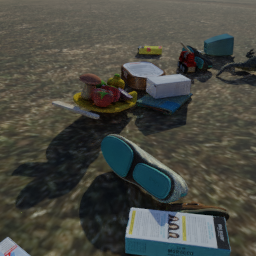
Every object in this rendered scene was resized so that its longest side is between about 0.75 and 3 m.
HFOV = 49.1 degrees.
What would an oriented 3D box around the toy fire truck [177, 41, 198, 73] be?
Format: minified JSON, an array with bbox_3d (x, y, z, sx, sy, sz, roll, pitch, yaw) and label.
[{"bbox_3d":[2.398,-2.984,11.533,0.778,1.209,1.065,-3,31,-7],"label":"toy fire truck"}]

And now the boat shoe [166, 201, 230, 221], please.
[{"bbox_3d":[1.165,1.405,4.767,1.049,0.377,0.357,0,31,0],"label":"boat shoe"}]

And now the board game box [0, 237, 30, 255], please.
[{"bbox_3d":[-1.627,2.255,3.355,1.492,0.308,1.496,20,36,31],"label":"board game box"}]

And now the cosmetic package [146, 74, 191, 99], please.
[{"bbox_3d":[1.309,-1.369,9.122,1.285,0.522,0.725,-10,30,-18],"label":"cosmetic package"}]

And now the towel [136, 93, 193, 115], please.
[{"bbox_3d":[1.201,-0.927,9.026,1.262,0.187,1.721,19,33,27],"label":"towel"}]

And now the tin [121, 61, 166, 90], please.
[{"bbox_3d":[0.551,-2.038,10.526,1.388,0.519,2.480,-5,27,-14],"label":"tin"}]

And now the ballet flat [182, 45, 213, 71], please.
[{"bbox_3d":[3.062,-3.037,12.297,0.669,0.665,1.955,-1,39,-21],"label":"ballet flat"}]

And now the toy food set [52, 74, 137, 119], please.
[{"bbox_3d":[-0.706,-1.088,7.960,1.528,0.848,2.596,21,25,23],"label":"toy food set"}]

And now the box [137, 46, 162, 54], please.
[{"bbox_3d":[1.098,-3.904,14.032,1.218,0.305,0.459,4,30,7],"label":"box"}]

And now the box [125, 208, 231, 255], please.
[{"bbox_3d":[0.740,1.656,4.332,1.509,0.371,0.621,4,30,8],"label":"box"}]

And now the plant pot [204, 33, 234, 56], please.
[{"bbox_3d":[4.410,-4.044,13.770,1.233,0.871,0.871,-9,30,-3],"label":"plant pot"}]

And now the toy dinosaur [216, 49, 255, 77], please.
[{"bbox_3d":[4.925,-2.669,11.590,2.993,0.710,1.319,-5,37,-2],"label":"toy dinosaur"}]

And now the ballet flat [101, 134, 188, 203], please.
[{"bbox_3d":[0.267,0.818,5.658,0.692,0.749,2.220,16,14,-45],"label":"ballet flat"}]
